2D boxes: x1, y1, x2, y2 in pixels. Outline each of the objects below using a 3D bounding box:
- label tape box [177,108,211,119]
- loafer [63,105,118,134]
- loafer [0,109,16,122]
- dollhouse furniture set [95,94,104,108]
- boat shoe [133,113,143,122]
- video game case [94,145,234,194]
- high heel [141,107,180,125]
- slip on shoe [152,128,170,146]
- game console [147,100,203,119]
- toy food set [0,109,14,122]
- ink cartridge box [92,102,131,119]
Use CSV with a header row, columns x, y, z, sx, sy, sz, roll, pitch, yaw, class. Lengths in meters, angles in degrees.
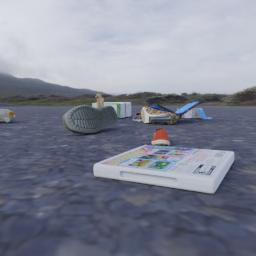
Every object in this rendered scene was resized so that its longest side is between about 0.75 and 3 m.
x,y,z,sx,sy,sz,roll,pitch,yaw,class
4.105,-0.902,17.206,1.970,0.624,1.421,2,6,23,label tape box
-1.378,-0.232,9.891,0.929,1.003,2.666,-20,-6,30,loafer
-6.976,-0.628,14.345,2.430,0.874,0.764,7,-11,6,loafer
-2.035,-0.890,13.050,1.753,1.428,1.667,-2,6,-18,dollhouse furniture set
0.587,-0.598,15.142,0.430,0.431,1.192,-2,6,-21,boat shoe
0.698,0.574,4.595,1.761,0.229,1.934,3,7,27,video game case
1.505,-0.584,13.472,1.500,0.751,2.105,-1,16,-13,high heel
0.843,0.231,7.242,0.458,0.378,1.235,2,7,5,slip on shoe
2.311,-1.192,14.426,2.077,1.440,2.434,26,-3,-6,game console
-6.279,-0.572,13.539,1.464,0.699,0.659,-4,7,-23,toy food set
-0.961,-1.121,17.588,1.682,0.971,2.303,2,6,23,ink cartridge box
